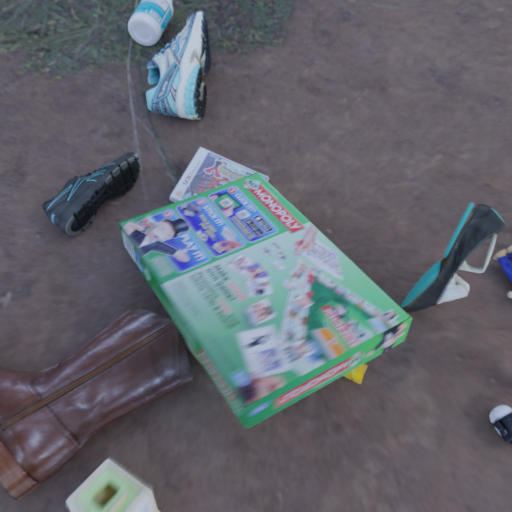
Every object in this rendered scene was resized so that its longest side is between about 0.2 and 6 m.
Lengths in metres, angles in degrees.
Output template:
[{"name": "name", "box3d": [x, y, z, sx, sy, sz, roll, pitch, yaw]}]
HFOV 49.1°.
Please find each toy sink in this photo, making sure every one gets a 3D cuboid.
[{"name": "toy sink", "box3d": [-1.851, 3.523, 7.682, 1.212, 0.679, 0.790, 24, 47, 28]}]

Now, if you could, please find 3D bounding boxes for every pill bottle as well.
[{"name": "pill bottle", "box3d": [-2.657, -6.182, 14.415, 0.838, 0.838, 1.512, 12, 57, 8]}]

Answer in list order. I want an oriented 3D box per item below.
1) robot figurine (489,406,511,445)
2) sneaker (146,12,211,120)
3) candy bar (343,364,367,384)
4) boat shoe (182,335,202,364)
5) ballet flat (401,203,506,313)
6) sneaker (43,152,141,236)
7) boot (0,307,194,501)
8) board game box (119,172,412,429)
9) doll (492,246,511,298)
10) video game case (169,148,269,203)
[{"name": "robot figurine", "box3d": [3.943, 2.660, 8.750, 0.395, 0.476, 0.633, -31, 61, 0]}, {"name": "sneaker", "box3d": [-1.848, -4.588, 13.118, 1.407, 1.265, 3.259, 1, 56, 4]}, {"name": "candy bar", "box3d": [1.152, 1.703, 9.422, 1.423, 0.355, 0.158, 24, 17, 14]}, {"name": "boat shoe", "box3d": [-0.596, 1.711, 9.252, 1.640, 0.584, 0.513, 40, 73, 19]}, {"name": "ballet flat", "box3d": [3.342, 0.224, 9.402, 0.794, 2.323, 0.790, 32, 30, 10]}, {"name": "sneaker", "box3d": [-3.265, -1.419, 11.217, 0.893, 0.850, 2.254, 31, 61, 21]}, {"name": "boot", "box3d": [-3.045, 1.581, 9.031, 3.388, 1.088, 3.157, -35, 76, -18]}, {"name": "board game box", "box3d": [-0.049, 0.366, 9.274, 2.930, 0.634, 4.354, -22, 48, -23]}, {"name": "doll", "box3d": [4.944, 0.516, 10.199, 1.006, 0.357, 1.474, -22, 65, -23]}, {"name": "video game case", "box3d": [-0.723, -1.373, 11.389, 1.602, 0.184, 1.460, 24, 59, 1]}]
